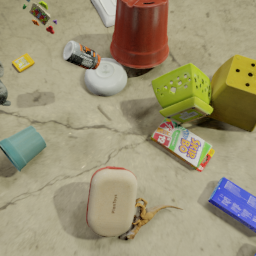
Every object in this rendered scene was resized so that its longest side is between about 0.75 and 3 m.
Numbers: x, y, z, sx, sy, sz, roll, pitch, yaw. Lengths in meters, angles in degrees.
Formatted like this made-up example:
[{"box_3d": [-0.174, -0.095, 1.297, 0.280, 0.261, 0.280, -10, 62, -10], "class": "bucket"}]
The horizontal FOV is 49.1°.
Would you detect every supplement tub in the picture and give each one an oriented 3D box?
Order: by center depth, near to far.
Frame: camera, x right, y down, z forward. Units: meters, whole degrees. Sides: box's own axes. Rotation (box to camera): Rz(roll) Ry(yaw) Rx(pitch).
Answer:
[{"box_3d": [-1.618, -2.534, 9.947, 1.203, 0.737, 0.737, 15, 57, -41], "class": "supplement tub"}]

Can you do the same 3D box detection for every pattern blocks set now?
[{"box_3d": [-2.677, -3.444, 8.513, 1.131, 0.994, 0.092, 31, 55, -9], "class": "pattern blocks set"}]

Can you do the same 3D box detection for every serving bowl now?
[{"box_3d": [-0.977, -2.352, 12.234, 1.908, 0.628, 1.908, 0, 64, 0], "class": "serving bowl"}]

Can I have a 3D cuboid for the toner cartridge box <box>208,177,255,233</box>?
[{"box_3d": [4.049, 2.763, 9.954, 2.112, 0.456, 1.003, 33, 68, 14], "class": "toner cartridge box"}]

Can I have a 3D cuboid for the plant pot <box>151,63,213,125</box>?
[{"box_3d": [2.163, -1.163, 10.749, 1.796, 1.787, 1.630, -22, 63, 34], "class": "plant pot"}]

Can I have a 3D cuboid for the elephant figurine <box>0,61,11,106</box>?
[{"box_3d": [-4.352, -1.651, 8.409, 1.342, 1.472, 1.897, -16, 83, -34], "class": "elephant figurine"}]

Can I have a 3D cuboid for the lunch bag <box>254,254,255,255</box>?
[{"box_3d": [4.624, 4.480, 8.956, 1.320, 0.841, 1.122, 42, 72, 7], "class": "lunch bag"}]

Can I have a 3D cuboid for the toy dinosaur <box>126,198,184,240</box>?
[{"box_3d": [0.712, 2.997, 9.875, 2.152, 0.650, 1.143, -35, 93, -8], "class": "toy dinosaur"}]

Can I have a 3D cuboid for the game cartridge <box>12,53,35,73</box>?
[{"box_3d": [-4.775, -2.991, 12.800, 0.817, 0.133, 0.720, -38, 71, -15], "class": "game cartridge"}]

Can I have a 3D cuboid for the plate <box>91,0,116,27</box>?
[{"box_3d": [-0.506, -6.327, 14.219, 2.264, 0.366, 2.259, -22, 66, -10], "class": "plate"}]

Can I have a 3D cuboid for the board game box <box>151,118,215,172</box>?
[{"box_3d": [2.180, 0.624, 11.043, 2.366, 0.355, 1.130, 35, 70, 12], "class": "board game box"}]

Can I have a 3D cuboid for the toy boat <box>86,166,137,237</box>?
[{"box_3d": [-0.624, 2.407, 9.599, 1.567, 1.570, 2.402, 7, 96, -13], "class": "toy boat"}]

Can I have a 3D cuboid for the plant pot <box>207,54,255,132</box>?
[{"box_3d": [4.478, -1.549, 11.114, 2.250, 1.985, 2.250, 21, 66, 9], "class": "plant pot"}]

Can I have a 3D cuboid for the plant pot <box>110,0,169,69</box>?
[{"box_3d": [0.563, -4.410, 11.781, 2.738, 2.663, 2.738, 1, 54, -1], "class": "plant pot"}]

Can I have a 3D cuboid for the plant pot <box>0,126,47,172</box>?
[{"box_3d": [-3.907, 0.684, 10.510, 1.350, 1.378, 1.378, -39, 71, -24], "class": "plant pot"}]
